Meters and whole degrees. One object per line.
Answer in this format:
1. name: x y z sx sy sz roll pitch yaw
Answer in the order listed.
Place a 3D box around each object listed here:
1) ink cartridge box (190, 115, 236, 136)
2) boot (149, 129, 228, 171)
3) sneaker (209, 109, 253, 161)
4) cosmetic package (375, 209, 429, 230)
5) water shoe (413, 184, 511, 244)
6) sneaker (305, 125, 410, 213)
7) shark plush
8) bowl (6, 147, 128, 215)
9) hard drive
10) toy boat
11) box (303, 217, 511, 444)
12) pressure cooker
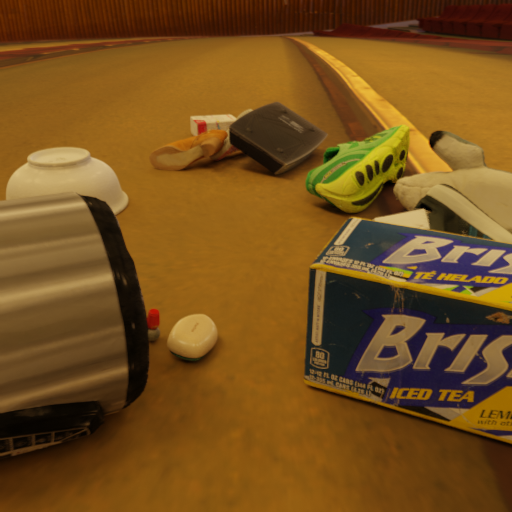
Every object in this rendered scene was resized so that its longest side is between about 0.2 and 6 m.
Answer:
1. ink cartridge box: -1.175 -3.619 15.734 1.201 0.514 0.886 -6 27 -17
2. boot: -1.554 -2.536 13.247 1.729 0.608 1.238 -9 24 15
3. sneaker: -0.417 -2.782 13.990 0.645 0.897 1.715 12 57 47
4. cosmetic package: 2.115 -0.076 7.915 0.736 0.879 0.731 -10 23 17
5. water shoe: 3.269 0.043 8.047 0.912 1.006 2.550 19 26 -53
6. sneaker: 2.182 -1.993 11.545 1.457 1.291 3.486 20 33 28
7. shark plush: 4.277 -0.791 9.099 4.265 1.938 1.776 9 -4 28
8. bowl: -3.677 -1.419 10.667 2.340 1.052 2.340 0 25 0
9. hard drive: 0.529 -2.819 13.350 1.756 0.551 2.603 35 37 8
10. toy boat: -0.910 0.936 6.646 0.896 0.417 0.754 17 28 14
11. box: 2.738 0.863 5.416 4.398 1.541 1.414 11 28 21
12. pressure cooker: -2.501 0.648 5.081 2.569 2.259 2.295 -11 25 -29
